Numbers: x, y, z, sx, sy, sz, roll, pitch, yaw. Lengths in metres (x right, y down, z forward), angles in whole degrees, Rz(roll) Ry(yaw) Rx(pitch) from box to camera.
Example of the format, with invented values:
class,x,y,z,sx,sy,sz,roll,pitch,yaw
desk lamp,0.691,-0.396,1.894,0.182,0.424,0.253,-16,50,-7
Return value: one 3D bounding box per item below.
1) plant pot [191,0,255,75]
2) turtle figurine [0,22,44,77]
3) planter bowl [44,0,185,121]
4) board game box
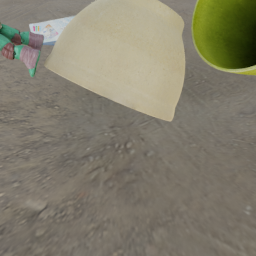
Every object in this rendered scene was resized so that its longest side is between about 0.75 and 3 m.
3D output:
class,x,y,z,sx,sy,sz,roll,pitch,yaw
plant pot,3.294,-2.236,6.390,2.710,2.535,2.535,7,25,-42
turtle figurine,-2.709,-1.657,5.052,2.201,1.108,1.648,14,55,-18
planter bowl,-0.010,-1.622,5.882,2.899,1.951,2.899,23,8,-4
board game box,-1.018,-3.060,8.724,2.867,0.625,2.881,-4,14,13
